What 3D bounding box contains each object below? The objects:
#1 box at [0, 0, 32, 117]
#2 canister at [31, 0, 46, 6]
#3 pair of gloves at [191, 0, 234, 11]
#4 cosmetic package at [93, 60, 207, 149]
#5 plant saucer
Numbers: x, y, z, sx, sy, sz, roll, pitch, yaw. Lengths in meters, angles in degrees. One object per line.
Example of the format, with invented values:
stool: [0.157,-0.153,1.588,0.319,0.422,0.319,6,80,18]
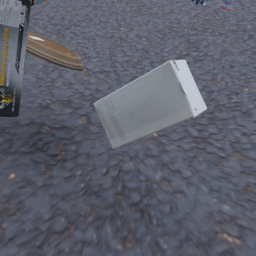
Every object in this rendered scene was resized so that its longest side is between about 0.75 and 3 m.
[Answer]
box: [-1.779,-1.130,4.091,0.386,1.598,1.266,3,24,-30]
canister: [-3.241,-3.813,7.461,2.286,1.698,0.989,-35,83,-23]
pair of gloves: [2.602,-4.199,8.140,1.633,1.313,0.186,11,27,-2]
cosmetic package: [0.370,-0.406,5.249,1.853,1.045,0.752,-22,1,33]
plant saucer: [-1.962,-1.954,6.925,1.924,0.283,1.924,24,17,-8]
